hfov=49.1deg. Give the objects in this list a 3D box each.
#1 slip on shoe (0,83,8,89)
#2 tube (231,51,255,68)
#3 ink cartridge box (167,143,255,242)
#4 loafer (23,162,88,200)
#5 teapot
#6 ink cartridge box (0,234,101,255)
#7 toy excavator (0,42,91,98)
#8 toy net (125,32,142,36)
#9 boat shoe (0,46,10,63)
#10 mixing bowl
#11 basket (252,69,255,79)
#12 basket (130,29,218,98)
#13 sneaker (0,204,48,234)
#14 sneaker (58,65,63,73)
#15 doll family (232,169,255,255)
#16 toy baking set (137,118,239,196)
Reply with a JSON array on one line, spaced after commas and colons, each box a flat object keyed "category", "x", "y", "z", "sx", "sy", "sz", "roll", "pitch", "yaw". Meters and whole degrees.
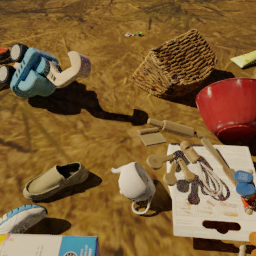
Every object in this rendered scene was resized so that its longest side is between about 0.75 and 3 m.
[{"category": "slip on shoe", "x": -4.732, "y": -1.707, "z": 10.396, "sx": 1.150, "sy": 0.349, "sz": 0.437, "roll": -32, "pitch": 52, "yaw": -30}, {"category": "tube", "x": 5.237, "y": -2.950, "z": 11.710, "sx": 1.797, "sy": 0.466, "sz": 0.521, "roll": -20, "pitch": 8, "yaw": -13}, {"category": "ink cartridge box", "x": 2.033, "y": 1.514, "z": 6.776, "sx": 2.116, "sy": 0.743, "sz": 2.604, "roll": 3, "pitch": 49, "yaw": 3}, {"category": "loafer", "x": -1.823, "y": 1.247, "z": 7.031, "sx": 1.655, "sy": 0.565, "sz": 0.626, "roll": -21, "pitch": 47, "yaw": -21}, {"category": "teapot", "x": 0.134, "y": 1.396, "z": 6.762, "sx": 0.747, "sy": 1.010, "sz": 1.023, "roll": -38, "pitch": 21, "yaw": 11}, {"category": "ink cartridge box", "x": -1.741, "y": 2.895, "z": 4.311, "sx": 2.510, "sy": 1.815, "sz": 1.848, "roll": 2, "pitch": 43, "yaw": 2}, {"category": "toy excavator", "x": -2.597, "y": -1.735, "z": 9.017, "sx": 2.705, "sy": 2.631, "sz": 1.351, "roll": 48, "pitch": 21, "yaw": 26}, {"category": "toy net", "x": 0.259, "y": -4.633, "z": 13.714, "sx": 0.808, "sy": 0.156, "sz": 0.424, "roll": -1, "pitch": 43, "yaw": -1}, {"category": "boat shoe", "x": -6.327, "y": -3.274, "z": 11.722, "sx": 2.776, "sy": 0.869, "sz": 0.988, "roll": 2, "pitch": 41, "yaw": 1}, {"category": "mixing bowl", "x": 3.027, "y": -0.349, "z": 7.961, "sx": 2.136, "sy": 2.136, "sz": 1.157, "roll": 3, "pitch": 66, "yaw": 3}, {"category": "basket", "x": 4.979, "y": -1.099, "z": 8.998, "sx": 1.816, "sy": 1.296, "sz": 1.353, "roll": 2, "pitch": 39, "yaw": 8}, {"category": "basket", "x": 1.785, "y": -2.084, "z": 10.455, "sx": 2.650, "sy": 1.974, "sz": 1.891, "roll": -33, "pitch": 85, "yaw": -31}, {"category": "sneaker", "x": -2.549, "y": 2.287, "z": 5.928, "sx": 1.851, "sy": 0.694, "sz": 0.802, "roll": -24, "pitch": 53, "yaw": -12}, {"category": "sneaker", "x": -3.070, "y": -2.009, "z": 10.589, "sx": 0.955, "sy": 0.672, "sz": 1.798, "roll": -30, "pitch": 41, "yaw": -22}, {"category": "doll family", "x": 2.547, "y": 2.018, "z": 5.220, "sx": 1.112, "sy": 1.532, "sz": 2.468, "roll": 4, "pitch": 69, "yaw": 30}, {"category": "toy baking set", "x": 1.422, "y": 0.670, "z": 6.748, "sx": 2.589, "sy": 0.301, "sz": 1.987, "roll": 12, "pitch": 46, "yaw": -13}]
